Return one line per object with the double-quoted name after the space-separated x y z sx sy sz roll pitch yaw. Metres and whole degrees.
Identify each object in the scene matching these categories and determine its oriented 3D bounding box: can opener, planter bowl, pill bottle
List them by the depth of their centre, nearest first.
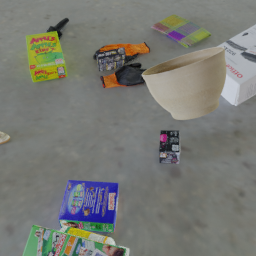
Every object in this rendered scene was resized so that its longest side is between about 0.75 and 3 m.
-0.712 2.464 5.453 1.391 0.784 0.784 11 49 10 "pill bottle"
1.330 -0.907 6.113 1.767 1.189 1.767 -19 18 6 "planter bowl"
-2.929 -4.112 11.633 0.504 0.625 1.591 -20 34 36 "can opener"

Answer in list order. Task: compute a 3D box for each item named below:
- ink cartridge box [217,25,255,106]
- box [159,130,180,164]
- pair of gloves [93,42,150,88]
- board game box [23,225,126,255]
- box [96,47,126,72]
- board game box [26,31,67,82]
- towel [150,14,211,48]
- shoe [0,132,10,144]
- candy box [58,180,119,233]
3.879 -2.106 9.019 2.456 1.028 1.782 -30 54 -8 "ink cartridge box"
1.103 0.496 7.369 0.536 0.465 0.811 1 43 9 "box"
-0.043 -2.360 10.110 2.206 0.306 2.476 -12 50 -10 "pair of gloves"
-1.163 3.121 4.580 1.744 0.377 2.592 10 69 10 "board game box"
-0.570 -2.290 9.455 0.939 1.165 0.286 -11 82 -4 "box"
-2.987 -2.643 10.162 1.176 0.551 2.315 -13 48 -11 "board game box"
2.191 -4.086 11.698 1.560 0.247 2.172 -35 58 -28 "towel"
-3.823 0.226 7.797 1.044 0.279 0.365 5 48 4 "shoe"
-0.838 1.740 6.317 1.201 0.463 1.016 3 47 4 "candy box"
